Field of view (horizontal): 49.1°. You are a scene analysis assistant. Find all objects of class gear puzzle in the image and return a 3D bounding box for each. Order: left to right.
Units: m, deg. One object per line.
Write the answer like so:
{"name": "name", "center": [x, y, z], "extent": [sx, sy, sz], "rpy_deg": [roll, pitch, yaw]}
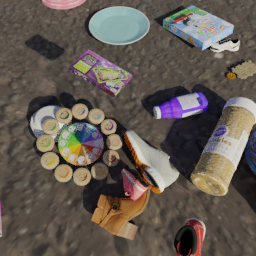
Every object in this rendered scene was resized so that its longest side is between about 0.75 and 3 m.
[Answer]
{"name": "gear puzzle", "center": [4.068, -1.982, 10.017], "extent": [1.217, 0.159, 0.630], "rpy_deg": [-25, 62, -13]}

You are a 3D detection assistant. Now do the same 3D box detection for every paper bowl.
{"name": "paper bowl", "center": [-2.347, -0.196, 8.527], "extent": [1.194, 0.621, 1.194], "rpy_deg": [0, 55, 0]}

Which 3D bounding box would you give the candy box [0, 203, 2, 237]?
{"name": "candy box", "center": [-3.877, 2.381, 6.920], "extent": [1.345, 0.410, 0.917], "rpy_deg": [-14, 57, -9]}

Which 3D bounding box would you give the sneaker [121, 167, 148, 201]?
{"name": "sneaker", "center": [0.030, 1.441, 7.281], "extent": [0.467, 1.267, 0.550], "rpy_deg": [34, 89, -23]}

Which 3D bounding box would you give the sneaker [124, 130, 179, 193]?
{"name": "sneaker", "center": [0.626, 0.817, 7.869], "extent": [0.914, 0.752, 1.986], "rpy_deg": [-24, 67, -24]}

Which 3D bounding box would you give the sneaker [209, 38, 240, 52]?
{"name": "sneaker", "center": [3.665, -3.188, 10.628], "extent": [1.151, 0.460, 0.424], "rpy_deg": [-5, 59, -1]}

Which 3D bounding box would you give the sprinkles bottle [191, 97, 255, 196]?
{"name": "sprinkles bottle", "center": [2.772, 0.437, 7.863], "extent": [0.999, 0.999, 2.927], "rpy_deg": [26, 60, 16]}

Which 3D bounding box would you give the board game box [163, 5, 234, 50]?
{"name": "board game box", "center": [2.733, -4.018, 11.071], "extent": [1.667, 0.403, 2.203], "rpy_deg": [-32, 56, -20]}

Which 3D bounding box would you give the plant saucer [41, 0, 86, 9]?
{"name": "plant saucer", "center": [-2.895, -6.189, 12.575], "extent": [2.180, 0.552, 2.180], "rpy_deg": [0, 56, 0]}

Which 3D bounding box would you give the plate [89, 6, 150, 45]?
{"name": "plate", "center": [-0.350, -4.081, 11.312], "extent": [2.430, 0.311, 2.430], "rpy_deg": [0, 56, -1]}

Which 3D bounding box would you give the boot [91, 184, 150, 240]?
{"name": "boot", "center": [-0.144, 1.914, 7.110], "extent": [1.178, 0.561, 1.522], "rpy_deg": [22, 61, 9]}

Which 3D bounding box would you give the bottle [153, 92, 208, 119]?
{"name": "bottle", "center": [1.646, -0.660, 8.872], "extent": [1.657, 0.541, 0.692], "rpy_deg": [-14, 52, -9]}

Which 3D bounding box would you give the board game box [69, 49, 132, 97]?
{"name": "board game box", "center": [-0.606, -1.237, 6.274], "extent": [1.217, 0.196, 0.730], "rpy_deg": [32, 61, 10]}

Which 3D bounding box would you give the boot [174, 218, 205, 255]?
{"name": "boot", "center": [0.896, 2.189, 4.464], "extent": [0.494, 0.984, 1.364], "rpy_deg": [8, 85, 23]}

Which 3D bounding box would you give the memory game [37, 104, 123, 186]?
{"name": "memory game", "center": [-1.346, 0.429, 7.983], "extent": [2.438, 0.155, 2.438], "rpy_deg": [5, 68, -11]}

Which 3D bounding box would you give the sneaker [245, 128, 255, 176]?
{"name": "sneaker", "center": [3.895, 1.125, 7.292], "extent": [1.077, 1.121, 2.859], "rpy_deg": [-4, 56, 2]}
